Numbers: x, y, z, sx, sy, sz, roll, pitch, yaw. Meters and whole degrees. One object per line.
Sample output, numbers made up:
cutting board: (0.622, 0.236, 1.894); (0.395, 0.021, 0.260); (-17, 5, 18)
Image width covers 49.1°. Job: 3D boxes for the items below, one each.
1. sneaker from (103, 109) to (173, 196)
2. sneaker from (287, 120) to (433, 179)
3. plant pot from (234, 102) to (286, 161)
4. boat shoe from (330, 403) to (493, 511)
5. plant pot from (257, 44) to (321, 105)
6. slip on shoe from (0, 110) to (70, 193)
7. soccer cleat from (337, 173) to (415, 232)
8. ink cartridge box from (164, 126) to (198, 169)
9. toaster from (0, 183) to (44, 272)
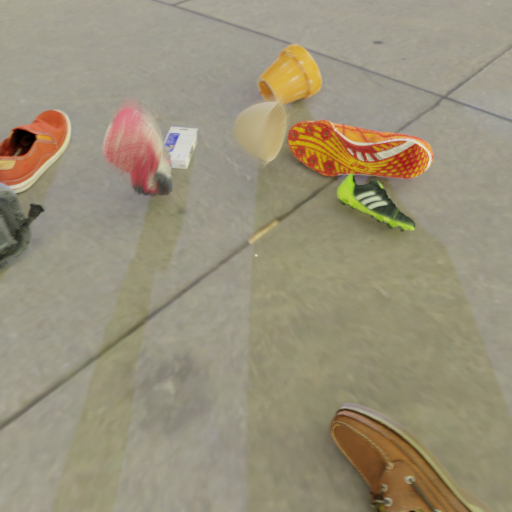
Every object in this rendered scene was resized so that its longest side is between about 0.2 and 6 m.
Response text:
sneaker: (-2.301, -2.115, 11.070); (1.066, 2.645, 0.988); (-1, 72, 0)
sneaker: (2.328, -2.381, 12.863); (3.331, 1.216, 1.285); (16, 21, 15)
plant pot: (0.019, -2.589, 11.399); (0.784, 1.167, 1.167); (16, 46, 20)
boat shoe: (1.891, 2.997, 7.067); (0.932, 0.986, 2.741); (-33, 52, -31)
plant pot: (0.793, -4.685, 15.002); (1.309, 1.430, 1.430); (-36, 53, -12)
slip on shoe: (-5.216, -2.668, 13.079); (1.129, 0.932, 3.047); (5, 42, 8)
soccer cleat: (2.493, -1.110, 11.449); (1.818, 0.614, 0.737); (31, 95, 26)
ink cartridge box: (-1.872, -2.629, 13.507); (0.715, 0.282, 1.438); (6, 45, 6)
toaster: (-5.653, -0.435, 10.153); (1.968, 1.731, 3.047); (19, 49, 22)
